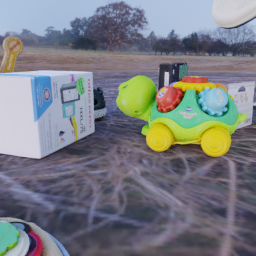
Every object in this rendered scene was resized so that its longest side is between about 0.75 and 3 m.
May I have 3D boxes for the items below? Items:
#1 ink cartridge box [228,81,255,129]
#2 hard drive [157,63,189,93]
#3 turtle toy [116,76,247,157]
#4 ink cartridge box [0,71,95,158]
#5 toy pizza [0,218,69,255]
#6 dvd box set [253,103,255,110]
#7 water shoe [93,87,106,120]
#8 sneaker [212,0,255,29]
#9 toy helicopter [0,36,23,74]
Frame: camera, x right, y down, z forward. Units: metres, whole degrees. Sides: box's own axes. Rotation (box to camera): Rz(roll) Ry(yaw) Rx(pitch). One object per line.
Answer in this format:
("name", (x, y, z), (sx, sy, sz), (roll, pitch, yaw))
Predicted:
("ink cartridge box", (2.984, -0.617, 7.734), (1.465, 1.271, 0.319), (-12, 16, -40))
("hard drive", (1.575, -1.324, 9.564), (0.483, 1.783, 2.553), (6, 16, 23))
("turtle toy", (1.154, -0.434, 6.482), (2.999, 1.516, 2.186), (5, 15, 18))
("ink cartridge box", (-1.984, -0.465, 6.431), (1.592, 1.600, 2.180), (5, 15, 22))
("toy pizza", (-1.661, 1.259, 1.961), (2.593, 0.411, 2.593), (0, 14, 0))
("dvd box set", (5.313, -0.848, 10.931), (1.273, 0.187, 0.932), (-11, 17, -39))
("water shoe", (-1.997, -0.952, 9.350), (2.900, 1.144, 1.037), (6, 15, 23))
("sneaker", (2.771, -2.383, 4.780), (2.978, 1.258, 1.116), (-37, 45, -3))
("toy helicopter", (-4.245, -1.779, 9.420), (1.798, 2.719, 1.073), (12, 5, -35))
